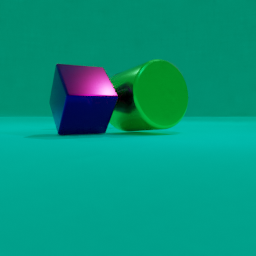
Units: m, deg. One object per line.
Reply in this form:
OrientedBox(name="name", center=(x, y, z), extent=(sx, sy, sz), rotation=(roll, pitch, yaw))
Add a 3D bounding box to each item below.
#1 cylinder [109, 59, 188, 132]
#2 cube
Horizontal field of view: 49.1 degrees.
OrientedBox(name="cylinder", center=(0.319, -0.618, 5.870), extent=(1.348, 1.348, 1.348), rotation=(-2, -2, -33))
OrientedBox(name="cube", center=(-0.884, -0.536, 5.360), extent=(0.961, 0.961, 0.961), rotation=(-2, 45, -28))
